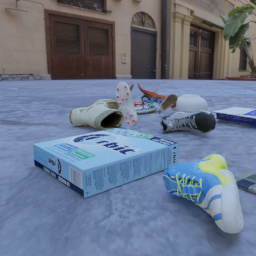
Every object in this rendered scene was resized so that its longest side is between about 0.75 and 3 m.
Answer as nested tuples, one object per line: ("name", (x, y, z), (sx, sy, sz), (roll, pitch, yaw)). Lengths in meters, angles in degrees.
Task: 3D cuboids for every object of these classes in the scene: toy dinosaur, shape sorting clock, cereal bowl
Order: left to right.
("shape sorting clock", (0.311, -1.194, 15.530), (2.617, 0.513, 2.617), (0, 13, 0))
("toy dinosaur", (1.603, -1.498, 14.773), (1.797, 1.981, 1.040), (-12, 32, 8))
("cereal bowl", (3.548, -1.471, 16.069), (2.007, 0.836, 2.007), (-1, 13, 0))

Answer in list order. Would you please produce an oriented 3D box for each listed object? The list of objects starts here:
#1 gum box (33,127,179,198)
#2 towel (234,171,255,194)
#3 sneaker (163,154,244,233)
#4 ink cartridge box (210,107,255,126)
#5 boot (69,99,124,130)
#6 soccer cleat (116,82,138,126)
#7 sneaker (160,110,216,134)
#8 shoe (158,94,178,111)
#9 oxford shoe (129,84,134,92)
("gum box", (-0.542, 0.654, 7.037), (2.821, 0.628, 2.397), (-10, 16, -39))
("towel", (2.670, 1.174, 5.981), (0.837, 0.145, 0.806), (-11, 14, -33))
("sneaker", (1.220, 1.126, 4.892), (1.242, 0.895, 2.364), (-11, 4, 14))
("ink cartridge box", (5.256, -0.473, 12.364), (2.405, 0.565, 2.377), (-14, 21, -43))
("boot", (-0.840, -0.564, 11.771), (2.034, 0.948, 2.630), (10, 22, 41))
("soccer cleat", (-0.037, -0.771, 9.237), (0.517, 1.493, 0.579), (-16, 0, 14))
("sneaker", (2.000, -0.112, 10.324), (1.346, 0.875, 2.331), (-12, 7, -27))
("shoe", (1.966, -1.257, 13.833), (1.412, 0.494, 0.377), (-36, -6, -38))
("oxford shoe", (-0.025, -1.686, 12.746), (0.290, 0.815, 0.291), (38, 7, 3))
